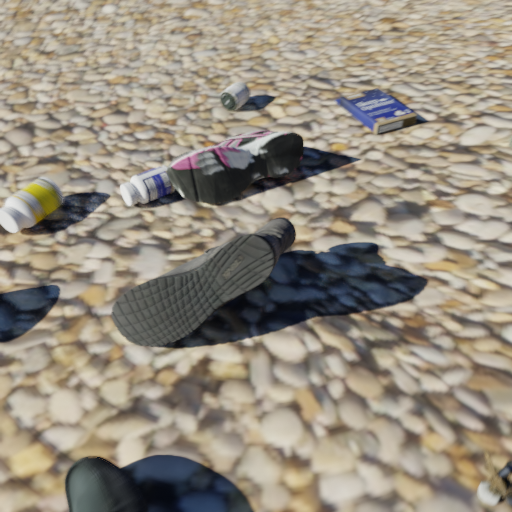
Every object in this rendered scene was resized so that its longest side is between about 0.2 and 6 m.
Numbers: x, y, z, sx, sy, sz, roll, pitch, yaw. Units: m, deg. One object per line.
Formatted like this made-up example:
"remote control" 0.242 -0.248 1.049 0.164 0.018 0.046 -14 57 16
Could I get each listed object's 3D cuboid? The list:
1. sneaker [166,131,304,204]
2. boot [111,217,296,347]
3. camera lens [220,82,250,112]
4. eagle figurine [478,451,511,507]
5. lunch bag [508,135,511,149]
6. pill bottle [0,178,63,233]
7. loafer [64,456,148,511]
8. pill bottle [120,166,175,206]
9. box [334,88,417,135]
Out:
"sneaker" -0.456 -1.736 10.483 2.609 1.048 1.126 -15 28 -24
"boot" -0.647 0.369 8.045 2.617 0.913 1.723 -24 5 17
"camera lens" -0.481 -3.600 12.682 0.498 0.498 0.623 23 48 23
"eagle figurine" 2.875 2.496 6.173 0.737 0.556 0.559 15 81 -27
"lunch bag" 6.436 -2.487 10.760 2.331 1.624 1.955 -35 70 -31
"pill bottle" -3.882 -0.857 9.619 0.585 0.585 1.041 21 45 21
"loafer" -1.389 2.816 5.271 0.816 0.789 2.324 19 18 -44
"pill bottle" -1.961 -1.245 10.097 0.885 0.530 0.530 -26 49 -26
"box" 2.625 -3.322 12.557 1.049 0.281 1.732 -19 45 -19
